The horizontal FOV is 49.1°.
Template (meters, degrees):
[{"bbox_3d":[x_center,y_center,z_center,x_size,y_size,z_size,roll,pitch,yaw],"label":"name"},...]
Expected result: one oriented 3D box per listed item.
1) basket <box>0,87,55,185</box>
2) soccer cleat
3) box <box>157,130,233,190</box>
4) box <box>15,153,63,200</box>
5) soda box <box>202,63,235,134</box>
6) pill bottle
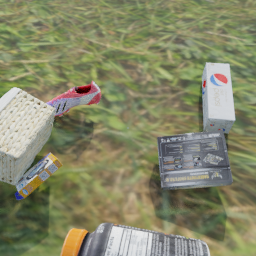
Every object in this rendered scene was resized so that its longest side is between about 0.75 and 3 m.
[{"bbox_3d":[-2.715,0.210,6.669,1.208,1.327,1.958,25,44,-2],"label":"basket"},{"bbox_3d":[-1.710,-0.856,8.140,1.886,0.721,0.629,-14,48,6],"label":"soccer cleat"},{"bbox_3d":[1.618,0.801,6.978,1.685,0.407,1.334,-7,67,10],"label":"box"},{"bbox_3d":[-2.183,1.136,6.624,1.254,0.260,0.747,-40,23,-18],"label":"box"},{"bbox_3d":[2.663,-0.947,8.391,0.745,0.696,2.186,5,57,5],"label":"soda box"},{"bbox_3d":[0.088,2.645,5.352,2.686,1.427,1.427,9,54,7],"label":"pill bottle"}]
